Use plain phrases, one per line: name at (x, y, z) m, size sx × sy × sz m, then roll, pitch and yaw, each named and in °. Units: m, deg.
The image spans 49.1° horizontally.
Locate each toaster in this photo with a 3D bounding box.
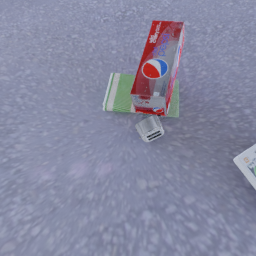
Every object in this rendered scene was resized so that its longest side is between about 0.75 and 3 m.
toaster at (0.616, 0.008, 7.459) m, size 0.802 × 0.456 × 0.518 m, roll -26°, pitch 53°, yaw 7°

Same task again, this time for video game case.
video game case at (3.583, 1.088, 6.205) m, size 1.805 × 0.232 × 1.985 m, roll -26°, pitch 73°, yaw -24°

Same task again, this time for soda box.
soda box at (0.910, -1.794, 8.098) m, size 1.002 × 0.907 × 2.861 m, roll 8°, pitch 62°, yaw 16°

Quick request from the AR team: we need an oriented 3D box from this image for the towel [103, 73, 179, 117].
towel at (0.440, -1.036, 8.653) m, size 2.240 × 0.262 × 1.708 m, roll 6°, pitch 49°, yaw 4°
